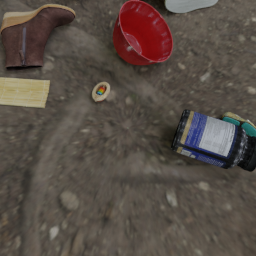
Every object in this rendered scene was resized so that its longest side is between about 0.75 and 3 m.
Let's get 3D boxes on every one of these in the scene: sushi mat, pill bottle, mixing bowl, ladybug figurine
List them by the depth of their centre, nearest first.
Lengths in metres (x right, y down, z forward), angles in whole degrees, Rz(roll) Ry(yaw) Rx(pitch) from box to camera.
[{"bbox_3d":[2.399,0.387,7.654,2.215,1.239,1.239,19,65,8],"label":"pill bottle"},{"bbox_3d":[-0.859,-1.128,8.948,0.516,0.273,0.760,26,66,12],"label":"ladybug figurine"},{"bbox_3d":[-3.605,-1.165,9.048,2.107,0.128,1.008,4,64,2],"label":"sushi mat"},{"bbox_3d":[0.309,-2.882,9.133,2.128,1.153,2.128,12,68,-32],"label":"mixing bowl"}]

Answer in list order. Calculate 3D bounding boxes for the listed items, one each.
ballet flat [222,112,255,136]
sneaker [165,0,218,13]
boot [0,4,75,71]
[{"bbox_3d":[3.410,-0.150,8.425,1.173,0.415,0.415,27,67,13],"label":"ballet flat"},{"bbox_3d":[2.251,-5.151,10.746,2.146,0.791,1.240,-11,60,-13],"label":"sneaker"},{"bbox_3d":[-3.033,-3.081,9.758,2.615,0.946,2.175,-9,76,-6],"label":"boot"}]
